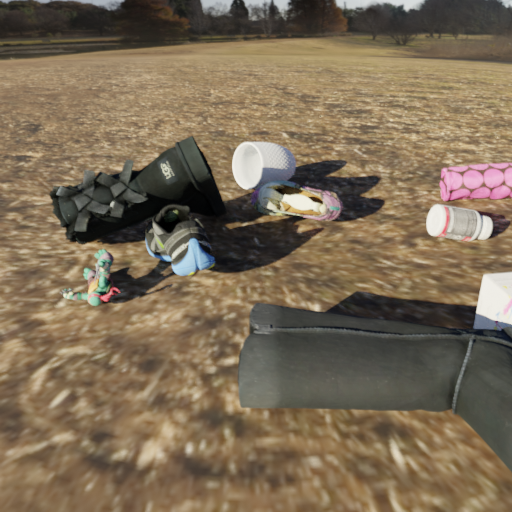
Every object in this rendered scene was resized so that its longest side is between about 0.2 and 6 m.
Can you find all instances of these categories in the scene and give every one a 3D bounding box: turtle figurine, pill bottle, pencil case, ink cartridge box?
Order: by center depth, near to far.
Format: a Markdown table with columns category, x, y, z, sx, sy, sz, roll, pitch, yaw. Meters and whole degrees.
| category | x | y | z | sx | sy | sz | roll | pitch | yaw |
| --- | --- | --- | --- | --- | --- | --- | --- | --- | --- |
| ink cartridge box | 3.601 | 0.896 | 7.152 | 0.905 | 0.882 | 1.408 | -4 | 24 | -9 |
| turtle figurine | -2.479 | 0.423 | 8.540 | 0.936 | 0.629 | 1.250 | -35 | 23 | 9 |
| pill bottle | 3.885 | -0.607 | 10.685 | 1.095 | 0.606 | 0.606 | 8 | 24 | -10 |
| pencil case | 5.097 | -1.624 | 12.743 | 1.822 | 0.854 | 0.827 | -1 | 58 | 0 |

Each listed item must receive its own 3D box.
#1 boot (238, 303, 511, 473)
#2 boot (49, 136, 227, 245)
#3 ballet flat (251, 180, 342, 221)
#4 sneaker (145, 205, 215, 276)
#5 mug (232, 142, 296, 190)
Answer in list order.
| category | x | y | z | sx | sy | sz | roll | pitch | yaw |
| --- | --- | --- | --- | --- | --- | --- | --- | --- | --- |
| boot | 1.378 | 1.397 | 5.786 | 3.245 | 1.065 | 2.674 | 7 | 15 | 6 |
| boot | -2.077 | -1.018 | 10.589 | 2.732 | 1.234 | 3.334 | -24 | -7 | 1 |
| ballet flat | 0.677 | -1.163 | 11.544 | 2.234 | 0.772 | 0.795 | 14 | 5 | 34 |
| sneaker | -1.332 | -0.396 | 9.571 | 0.897 | 1.048 | 2.530 | -13 | 15 | -19 |
| mug | 0.156 | -2.167 | 13.779 | 1.318 | 1.110 | 1.504 | -10 | -5 | -40 |
